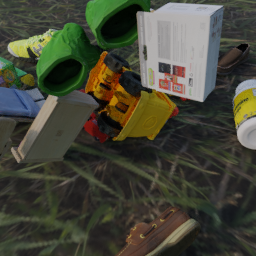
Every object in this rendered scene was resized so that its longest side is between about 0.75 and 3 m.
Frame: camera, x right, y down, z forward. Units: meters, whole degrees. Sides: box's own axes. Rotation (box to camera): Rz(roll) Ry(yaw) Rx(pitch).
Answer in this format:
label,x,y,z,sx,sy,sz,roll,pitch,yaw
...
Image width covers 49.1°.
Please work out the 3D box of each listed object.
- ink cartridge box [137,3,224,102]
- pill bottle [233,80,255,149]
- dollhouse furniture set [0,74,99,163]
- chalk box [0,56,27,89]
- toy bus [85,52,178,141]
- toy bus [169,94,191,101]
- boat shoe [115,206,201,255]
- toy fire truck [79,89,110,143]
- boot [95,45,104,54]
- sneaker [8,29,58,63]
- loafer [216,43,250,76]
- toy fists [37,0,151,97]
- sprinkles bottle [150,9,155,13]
label,x,y,z,sx,sy,sz,roll,pitch,yaw
ink cartridge box,0.503,-0.774,2.820,0.738,0.841,0.353,19,43,29
pill bottle,3.549,-0.453,7.828,1.112,1.112,1.978,7,44,7
dollhouse furniture set,-2.680,-0.812,6.760,2.876,1.876,2.715,47,22,28
chalk box,-4.187,-1.283,8.362,1.494,1.486,2.401,25,52,22
toy bus,0.231,-0.838,7.908,2.322,1.641,2.419,6,36,-39
toy bus,1.585,-1.434,9.075,1.285,0.872,1.234,-7,62,-3
boat shoe,0.320,2.305,5.394,2.356,0.848,0.796,-23,44,-28
toy fire truck,-1.019,-0.369,8.027,1.647,0.402,1.162,37,33,7
boot,-1.274,-3.189,11.028,0.843,0.317,0.631,17,54,2
sneaker,-3.008,-3.136,10.426,2.967,1.133,1.119,0,48,2
loafer,3.704,-2.578,10.163,2.029,0.720,0.741,-35,55,-29
toy fists,-0.704,-1.745,5.441,2.696,0.927,1.374,-35,44,19
sprinkles bottle,0.582,-5.041,12.512,2.354,0.803,0.803,32,54,26
